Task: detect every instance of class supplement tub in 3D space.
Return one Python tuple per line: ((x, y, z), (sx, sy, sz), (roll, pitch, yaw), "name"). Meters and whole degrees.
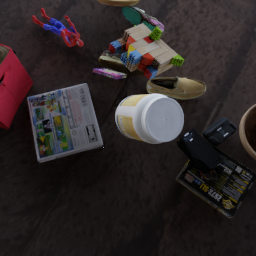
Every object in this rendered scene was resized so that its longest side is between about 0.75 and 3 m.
((0.670, -0.328, 9.419), (1.611, 2.228, 1.611), (-2, 96, -24), "supplement tub")

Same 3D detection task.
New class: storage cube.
((-5.306, -1.670, 10.170), (2.659, 2.391, 2.273), (18, 72, 7), "storage cube")

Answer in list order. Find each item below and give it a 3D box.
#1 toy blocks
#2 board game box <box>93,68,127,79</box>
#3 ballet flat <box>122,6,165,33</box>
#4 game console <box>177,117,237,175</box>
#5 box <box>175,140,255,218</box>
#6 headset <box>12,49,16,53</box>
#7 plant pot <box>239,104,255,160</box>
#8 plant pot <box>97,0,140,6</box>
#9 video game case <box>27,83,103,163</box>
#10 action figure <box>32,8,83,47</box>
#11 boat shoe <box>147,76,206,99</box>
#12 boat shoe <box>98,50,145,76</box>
((0.534, -2.917, 10.867), (1.850, 1.352, 2.706), (-34, 71, -31), "toy blocks")
((-0.683, -2.056, 10.521), (1.108, 0.179, 0.665), (23, 30, 30), "board game box")
((0.707, -4.741, 12.238), (2.050, 0.709, 0.730), (36, 56, 7), "ballet flat")
((3.064, 0.454, 10.119), (2.586, 0.312, 1.525), (-31, 71, -29), "game console")
((3.118, 1.749, 9.931), (2.238, 0.552, 1.787), (34, 75, 12), "box")
((-4.961, -2.851, 11.743), (0.563, 0.428, 0.911), (16, 86, 9), "headset")
((5.114, 0.321, 10.139), (2.391, 1.104, 2.391), (0, 70, 0), "plant pot")
((-0.454, -5.594, 12.217), (1.984, 0.273, 1.984), (2, 33, -2), "plant pot")
((-2.454, -0.253, 10.778), (2.440, 0.295, 2.677), (-15, 72, -5), "video game case")
((-2.929, -4.332, 11.763), (2.591, 1.283, 0.846), (36, 75, 9), "action figure")
((1.925, -1.635, 10.940), (2.364, 0.900, 0.847), (-2, 70, -1), "boat shoe")
((-0.128, -2.697, 11.389), (2.128, 0.779, 0.690), (18, 76, 6), "boat shoe")
